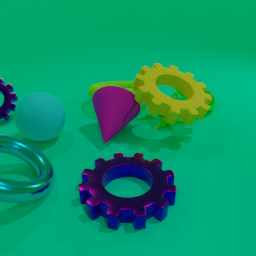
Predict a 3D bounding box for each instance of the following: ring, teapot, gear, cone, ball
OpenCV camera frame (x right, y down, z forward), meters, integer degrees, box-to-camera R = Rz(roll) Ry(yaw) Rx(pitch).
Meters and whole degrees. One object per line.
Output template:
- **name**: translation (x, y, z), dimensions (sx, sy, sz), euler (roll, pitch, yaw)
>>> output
- **ring**: translation (-2.265, 0.711, 5.314), dimensions (1.852, 0.370, 1.852), euler (27, 16, -9)
- **teapot**: translation (1.086, -0.442, 7.693), dimensions (0.731, 1.175, 0.575), euler (29, 4, 36)
- **gear**: translation (-0.006, 1.121, 5.394), dimensions (1.827, 0.338, 1.827), euler (0, 29, 0)
- **ring**: translation (2.048, -1.131, 8.695), dimensions (1.638, 0.328, 1.638), euler (26, 30, -17)
- **cone**: translation (-0.434, -0.133, 7.083), dimensions (1.326, 1.326, 1.331), euler (5, 50, 10)
- **ball**: translation (-2.170, -0.275, 6.954), dimensions (1.222, 1.222, 1.222), euler (0, 29, 0)
- **ring**: translation (-0.214, -1.167, 8.857), dimensions (2.096, 0.419, 2.096), euler (0, 17, 0)
- **gear**: translation (-3.867, -0.766, 7.940), dimensions (1.366, 0.253, 1.366), euler (3, 71, -10)
- **gear**: translation (1.134, -0.918, 7.204), dimensions (1.996, 0.369, 1.996), euler (11, 44, -11)
